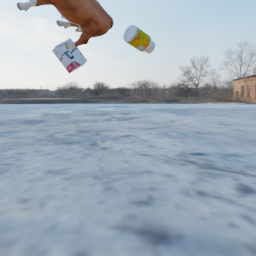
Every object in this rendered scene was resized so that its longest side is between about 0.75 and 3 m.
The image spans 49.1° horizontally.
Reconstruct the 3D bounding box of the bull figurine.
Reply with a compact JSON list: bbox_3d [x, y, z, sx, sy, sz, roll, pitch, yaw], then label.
[{"bbox_3d":[-0.961,-1.923,4.200,1.033,0.554,1.701,-18,-37,29],"label":"bull figurine"}]

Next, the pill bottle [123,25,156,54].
[{"bbox_3d":[0.482,-3.416,10.943,1.258,0.699,0.699,20,-9,-41],"label":"pill bottle"}]

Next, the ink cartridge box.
[{"bbox_3d":[-1.641,-2.041,7.897,0.584,0.804,0.335,-43,10,-35],"label":"ink cartridge box"}]
